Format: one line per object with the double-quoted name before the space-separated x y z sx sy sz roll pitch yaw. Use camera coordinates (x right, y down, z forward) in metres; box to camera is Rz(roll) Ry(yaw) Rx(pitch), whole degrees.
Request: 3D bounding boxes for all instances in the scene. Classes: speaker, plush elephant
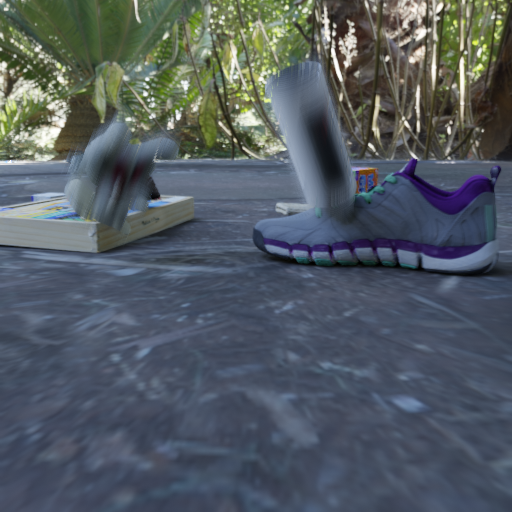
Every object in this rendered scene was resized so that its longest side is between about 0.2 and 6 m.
"speaker" 0.750 -1.563 7.390 0.740 1.823 0.740 -16 35 12
"plush elephant" -2.034 -1.011 8.152 1.629 1.262 1.342 -14 -9 23

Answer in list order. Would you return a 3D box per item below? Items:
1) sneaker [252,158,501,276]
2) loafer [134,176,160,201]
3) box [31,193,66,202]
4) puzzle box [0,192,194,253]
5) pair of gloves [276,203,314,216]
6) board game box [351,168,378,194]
"sneaker" 1.705 -0.677 8.346 3.592 1.572 1.337 4 13 16
"loafer" -2.219 -1.407 10.505 0.684 0.664 1.872 -12 -4 -6
"box" -5.522 -1.466 14.983 0.685 0.359 0.630 6 14 25
"puzzle box" -3.312 -0.800 11.350 2.784 0.532 4.184 4 13 15
"pair of gloves" 1.761 -0.657 11.037 2.151 0.443 2.529 -1 15 -25
"board game box" 2.192 -1.569 13.639 1.116 1.115 1.115 10 15 38
